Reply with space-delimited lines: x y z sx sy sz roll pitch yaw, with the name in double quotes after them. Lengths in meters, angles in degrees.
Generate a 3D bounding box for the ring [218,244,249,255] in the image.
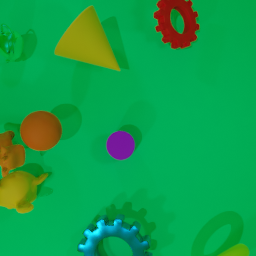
2.207 3.372 6.830 1.685 1.685 0.337 -30 58 -4 "ring"

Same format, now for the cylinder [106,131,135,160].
-0.201 0.507 7.855 0.773 0.773 0.773 0 82 0 "cylinder"

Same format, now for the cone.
-0.824 -2.076 7.546 1.606 1.600 1.600 39 83 -11 "cone"

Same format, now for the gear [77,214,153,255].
-0.341 3.278 7.396 1.937 0.358 1.937 1 95 9 "gear"

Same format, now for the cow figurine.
-3.300 0.576 7.022 1.485 1.462 0.815 5 111 -6 "cow figurine"

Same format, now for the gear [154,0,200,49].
1.385 -2.984 7.835 1.476 0.273 1.476 0 89 -33 "gear"

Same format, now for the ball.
-2.240 0.070 7.260 1.037 1.037 1.037 0 82 0 "ball"

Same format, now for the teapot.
-3.445 -2.367 8.087 0.667 1.362 0.847 14 48 0 "teapot"

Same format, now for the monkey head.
-2.879 1.676 7.455 1.645 1.183 0.991 -2 97 -36 "monkey head"
